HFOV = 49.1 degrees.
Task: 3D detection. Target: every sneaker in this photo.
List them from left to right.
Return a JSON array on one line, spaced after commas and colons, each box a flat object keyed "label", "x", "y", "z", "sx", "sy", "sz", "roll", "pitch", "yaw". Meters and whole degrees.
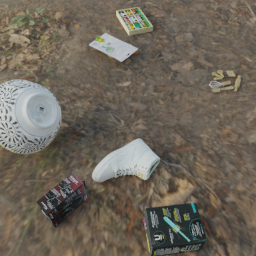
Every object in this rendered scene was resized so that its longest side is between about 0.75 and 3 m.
[{"label": "sneaker", "x": 0.035, "y": 1.439, "z": 10.070, "sx": 2.448, "sy": 0.902, "sz": 1.414, "roll": -32, "pitch": 55, "yaw": -25}]

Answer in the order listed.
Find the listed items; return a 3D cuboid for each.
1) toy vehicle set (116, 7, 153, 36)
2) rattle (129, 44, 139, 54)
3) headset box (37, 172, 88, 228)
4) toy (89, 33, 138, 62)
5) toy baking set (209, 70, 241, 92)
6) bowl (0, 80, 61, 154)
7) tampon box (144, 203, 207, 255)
[{"label": "toy vehicle set", "x": 0.362, "y": -6.410, "z": 16.734, "sx": 1.475, "sy": 0.315, "sz": 2.373, "roll": -16, "pitch": 53, "yaw": -12}, {"label": "rattle", "x": 0.153, "y": -4.257, "z": 15.052, "sx": 0.547, "sy": 0.498, "sz": 0.765, "roll": -13, "pitch": 25, "yaw": -24}, {"label": "headset box", "x": -2.042, "y": 2.309, "z": 9.187, "sx": 0.616, "sy": 1.186, "sz": 1.594, "roll": 37, "pitch": 60, "yaw": 26}, {"label": "toy", "x": -0.775, "y": -4.127, "z": 14.760, "sx": 2.312, "sy": 0.546, "sz": 1.331, "roll": 35, "pitch": 62, "yaw": 22}, {"label": "toy baking set", "x": 4.657, "y": -2.184, "z": 13.443, "sx": 1.402, "sy": 0.212, "sz": 1.826, "roll": 13, "pitch": 52, "yaw": 14}, {"label": "bowl", "x": -3.459, "y": -0.525, "z": 10.222, "sx": 1.347, "sy": 2.870, "sz": 2.870, "roll": -11, "pitch": 38, "yaw": 43}, {"label": "tampon box", "x": 1.381, "y": 3.129, "z": 8.623, "sx": 1.622, "sy": 1.024, "sz": 1.216, "roll": -5, "pitch": 51, "yaw": -4}]
